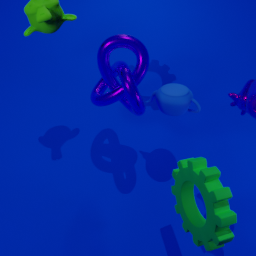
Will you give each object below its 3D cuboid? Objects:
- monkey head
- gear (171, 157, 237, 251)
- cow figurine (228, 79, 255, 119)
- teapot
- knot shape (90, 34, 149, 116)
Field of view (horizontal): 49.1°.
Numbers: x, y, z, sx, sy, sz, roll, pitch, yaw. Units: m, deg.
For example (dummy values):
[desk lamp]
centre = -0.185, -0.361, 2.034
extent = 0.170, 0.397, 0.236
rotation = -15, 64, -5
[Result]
[monkey head]
centre = -1.874, -2.507, 6.471
extent = 1.338, 0.806, 0.962
rotation = -20, 52, -2
[gear]
centre = 1.424, 1.473, 5.572
extent = 0.323, 1.748, 1.748
rotation = -9, 62, -18
[cow figurine]
centre = 2.495, -0.543, 5.342
extent = 0.805, 1.443, 1.466
rotation = 41, 47, 0
[teapot]
centre = 1.093, -0.663, 6.983
extent = 1.481, 0.725, 0.921
rotation = 17, 39, 24
[knot shape]
centre = -0.128, -1.068, 6.767
extent = 0.900, 1.947, 1.822
rotation = -8, 55, -41
